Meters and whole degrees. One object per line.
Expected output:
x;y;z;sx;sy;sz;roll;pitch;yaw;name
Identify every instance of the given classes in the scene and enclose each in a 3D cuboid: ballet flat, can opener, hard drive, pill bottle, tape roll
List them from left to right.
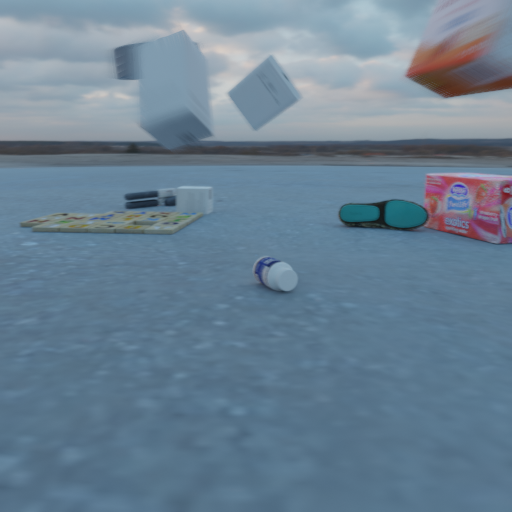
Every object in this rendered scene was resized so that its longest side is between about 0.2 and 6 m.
-3.029;-1.724;16.885;0.641;0.511;1.918;9;15;41;can opener
-1.239;-2.449;7.048;1.079;0.357;1.079;-6;14;1;tape roll
0.122;-2.908;10.122;0.182;0.900;1.364;-47;15;-34;hard drive
0.259;0.246;7.391;0.381;0.381;0.687;-5;13;-24;pill bottle
2.895;-0.913;12.676;2.036;0.691;0.767;3;-4;25;ballet flat

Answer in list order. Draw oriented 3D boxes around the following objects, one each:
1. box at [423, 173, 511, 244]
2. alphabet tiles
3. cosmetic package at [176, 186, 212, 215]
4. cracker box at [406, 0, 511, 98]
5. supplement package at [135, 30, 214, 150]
4.708;-1.078;11.740;1.173;1.271;2.477;-4;13;-17;box
-3.439;-0.851;13.477;3.771;0.142;3.152;2;12;6;alphabet tiles
-1.686;-1.525;15.337;0.868;0.716;0.716;2;11;7;cosmetic package
2.557;-2.819;5.690;0.645;2.236;1.497;23;5;-15;cracker box
-0.855;-1.738;5.914;0.591;0.975;0.584;-12;-19;20;supplement package
